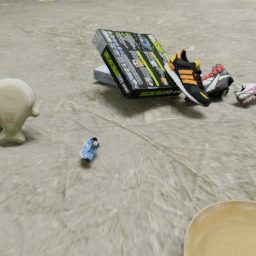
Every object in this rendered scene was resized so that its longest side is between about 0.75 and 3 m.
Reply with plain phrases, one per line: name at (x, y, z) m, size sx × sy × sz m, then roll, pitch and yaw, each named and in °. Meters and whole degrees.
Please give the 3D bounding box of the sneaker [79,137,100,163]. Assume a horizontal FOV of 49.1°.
sneaker at (-0.802, 0.427, 5.982) m, size 0.307 × 0.349 × 0.782 m, roll 37°, pitch 23°, yaw -19°

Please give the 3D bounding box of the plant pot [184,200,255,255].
plant pot at (1.860, 1.899, 3.528) m, size 2.412 × 0.331 × 2.412 m, roll 7°, pitch 31°, yaw -4°

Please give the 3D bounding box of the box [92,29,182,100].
box at (0.375, -1.927, 8.347) m, size 2.230 × 0.549 × 2.309 m, roll -9°, pitch 61°, yaw -42°

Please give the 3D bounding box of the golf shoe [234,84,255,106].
golf shoe at (3.638, -1.147, 8.222) m, size 1.171 × 0.425 × 0.539 m, roll -32°, pitch 82°, yaw -20°

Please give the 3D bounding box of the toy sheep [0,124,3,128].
toy sheep at (-3.278, -0.327, 6.954) m, size 0.759 × 0.759 × 1.101 m, roll 1°, pitch -6°, yaw 2°

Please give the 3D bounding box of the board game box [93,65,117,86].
board game box at (0.117, -1.902, 9.751) m, size 1.894 × 0.391 × 1.899 m, roll 22°, pitch 36°, yaw 29°

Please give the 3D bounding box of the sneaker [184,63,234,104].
sneaker at (2.487, -1.185, 8.391) m, size 1.835 × 0.649 × 0.897 m, roll -37°, pitch 72°, yaw -23°

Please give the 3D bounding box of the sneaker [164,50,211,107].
sneaker at (1.760, -1.405, 7.682) m, size 0.639 × 0.822 × 1.826 m, roll 5°, pitch 43°, yaw -50°

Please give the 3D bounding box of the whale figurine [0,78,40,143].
whale figurine at (-2.624, -0.410, 6.427) m, size 1.186 × 1.491 × 0.774 m, roll 2°, pitch 18°, yaw -12°
